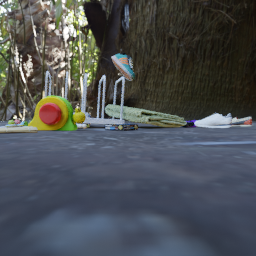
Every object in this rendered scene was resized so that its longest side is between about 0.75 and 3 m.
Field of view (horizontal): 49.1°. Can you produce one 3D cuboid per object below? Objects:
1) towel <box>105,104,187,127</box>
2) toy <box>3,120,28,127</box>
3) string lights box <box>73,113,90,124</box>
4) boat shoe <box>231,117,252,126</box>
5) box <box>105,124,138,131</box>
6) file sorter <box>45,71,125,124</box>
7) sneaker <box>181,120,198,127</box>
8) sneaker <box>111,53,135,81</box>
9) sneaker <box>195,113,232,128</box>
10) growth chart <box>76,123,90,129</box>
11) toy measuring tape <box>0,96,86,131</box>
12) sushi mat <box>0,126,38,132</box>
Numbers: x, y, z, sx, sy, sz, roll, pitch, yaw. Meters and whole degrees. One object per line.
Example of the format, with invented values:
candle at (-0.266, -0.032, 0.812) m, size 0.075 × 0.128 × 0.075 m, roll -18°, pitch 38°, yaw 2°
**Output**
towel at (0.586, -0.453, 11.114) m, size 2.219 × 0.546 × 2.991 m, roll 7°, pitch 6°, yaw -35°
toy at (-4.542, -0.179, 11.301) m, size 1.296 × 0.306 × 0.746 m, roll 1°, pitch 1°, yaw 29°
string lights box at (-2.342, -0.397, 13.163) m, size 1.056 × 0.606 × 2.054 m, roll 0°, pitch 2°, yaw -6°
boat shoe at (4.994, -0.279, 12.758) m, size 0.474 × 0.417 × 1.333 m, roll -4°, pitch 2°, yaw -38°
box at (-0.201, -0.029, 8.314) m, size 0.798 × 0.183 × 0.634 m, roll 2°, pitch 2°, yaw 42°
file sorter at (-1.738, -1.098, 10.934) m, size 2.971 × 1.850 × 2.062 m, roll 3°, pitch 1°, yaw -12°
sneaker at (2.415, -0.136, 11.029) m, size 0.790 × 0.274 × 0.393 m, roll -4°, pitch 4°, yaw 26°
sneaker at (-0.046, -2.169, 9.568) m, size 0.582 × 1.458 × 0.520 m, roll -30°, pitch -40°, yaw -5°
sneaker at (3.177, -0.267, 10.473) m, size 1.345 × 0.541 × 0.514 m, roll -1°, pitch 3°, yaw 20°
growth chart at (-2.255, -0.106, 10.407) m, size 1.774 × 0.217 × 2.451 m, roll 0°, pitch 2°, yaw -12°
toy measuring tape at (-2.685, -0.435, 8.197) m, size 2.955 × 1.087 × 1.087 m, roll 0°, pitch 2°, yaw 6°
sushi mat at (-3.419, 0.048, 6.710) m, size 2.366 × 0.143 × 1.132 m, roll -1°, pitch 1°, yaw -26°
